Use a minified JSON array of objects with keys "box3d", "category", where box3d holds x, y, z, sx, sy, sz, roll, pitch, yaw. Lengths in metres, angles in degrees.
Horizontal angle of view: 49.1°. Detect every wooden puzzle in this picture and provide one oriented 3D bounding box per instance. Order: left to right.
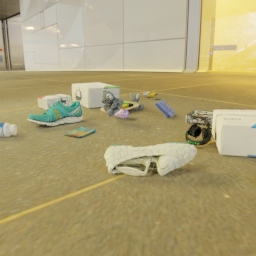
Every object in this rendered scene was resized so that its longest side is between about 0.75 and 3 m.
[{"box3d":[-0.441,-1.144,14.788,1.576,0.294,1.458,-24,27,-36],"category":"wooden puzzle"}]

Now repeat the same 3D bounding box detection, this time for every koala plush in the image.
[{"box3d":[-0.777,-1.230,12.381,0.935,1.018,0.902,-35,32,-3],"category":"koala plush"},{"box3d":[0.394,-1.491,15.393,0.801,0.872,0.773,-9,18,-31],"category":"koala plush"}]

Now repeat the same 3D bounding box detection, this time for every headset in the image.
[{"box3d":[2.499,0.223,9.573,0.827,0.629,1.339,16,42,34],"category":"headset"}]

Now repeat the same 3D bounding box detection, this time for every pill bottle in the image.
[{"box3d":[-4.651,0.065,10.384,0.943,0.529,0.529,0,15,-2],"category":"pill bottle"}]

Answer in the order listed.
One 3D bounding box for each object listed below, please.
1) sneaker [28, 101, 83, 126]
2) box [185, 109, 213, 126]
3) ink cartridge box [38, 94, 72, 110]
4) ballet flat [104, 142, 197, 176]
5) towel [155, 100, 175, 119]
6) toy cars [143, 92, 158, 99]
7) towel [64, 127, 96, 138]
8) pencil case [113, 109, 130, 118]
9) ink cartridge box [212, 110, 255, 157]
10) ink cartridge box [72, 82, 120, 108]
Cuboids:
[{"box3d":[-3.144,-0.668,12.174,2.492,0.992,0.966,-13,20,-37],"category":"sneaker"},{"box3d":[3.390,-0.487,12.669,1.158,0.366,1.469,10,18,30],"category":"box"},{"box3d":[-4.100,-1.474,15.755,1.544,0.647,1.114,-14,21,-42],"category":"ink cartridge box"},{"box3d":[0.581,0.896,7.267,2.426,0.871,0.871,-2,15,3],"category":"ballet flat"},{"box3d":[1.822,-0.932,13.631,0.977,0.161,1.349,46,24,5],"category":"towel"},{"box3d":[1.500,-2.191,18.931,0.811,0.401,1.810,-4,13,-19],"category":"toy cars"},{"box3d":[-1.825,0.168,10.782,0.777,0.115,1.059,7,17,28],"category":"towel"},{"box3d":[-0.457,-0.747,13.482,1.066,0.456,0.447,11,22,38],"category":"pencil case"},{"box3d":[3.818,0.096,9.316,1.730,1.007,2.392,3,16,10],"category":"ink cartridge box"},{"box3d":[-1.983,-2.025,16.751,1.979,1.191,2.723,-8,19,-29],"category":"ink cartridge box"}]
